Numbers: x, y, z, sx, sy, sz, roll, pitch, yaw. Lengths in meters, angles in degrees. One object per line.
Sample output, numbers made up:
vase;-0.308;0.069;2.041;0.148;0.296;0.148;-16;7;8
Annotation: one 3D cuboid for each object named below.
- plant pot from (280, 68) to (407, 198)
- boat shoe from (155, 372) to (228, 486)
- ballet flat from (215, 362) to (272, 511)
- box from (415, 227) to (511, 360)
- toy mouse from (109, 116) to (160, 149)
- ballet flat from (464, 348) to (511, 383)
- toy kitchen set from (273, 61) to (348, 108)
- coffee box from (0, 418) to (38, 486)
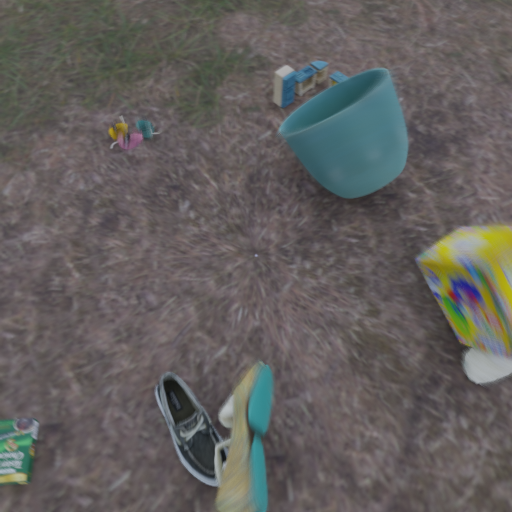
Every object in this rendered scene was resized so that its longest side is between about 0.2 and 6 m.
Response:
plant pot;1.859;-2.225;10.869;2.253;1.808;2.253;-27;23;12
boat shoe;-1.045;2.656;8.644;0.691;0.680;1.916;-31;64;-19
ballet flat;-0.219;2.642;8.268;0.811;0.811;2.294;3;54;2
box;3.781;0.551;8.854;1.112;1.823;1.756;-33;99;-10
toy mouse;-2.620;-2.612;12.185;1.203;0.262;1.354;5;40;11
ballet flat;4.395;1.480;9.444;1.967;0.706;0.706;-22;60;-13
toy kitchen set;1.347;-3.885;12.764;1.497;0.882;1.199;-38;65;-21
coffee box;-3.761;3.030;8.687;0.598;0.214;0.973;-2;57;-2
